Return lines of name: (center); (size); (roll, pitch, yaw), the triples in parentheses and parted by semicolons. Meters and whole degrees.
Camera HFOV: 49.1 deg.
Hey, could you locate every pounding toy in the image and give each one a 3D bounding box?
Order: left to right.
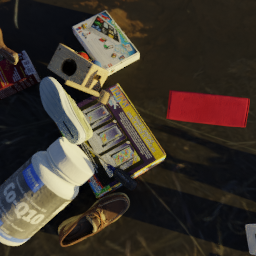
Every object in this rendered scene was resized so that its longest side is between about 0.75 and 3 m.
pounding toy: (-1.300, -1.718, 8.833); (2.233, 1.962, 1.022); (34, 100, 14)

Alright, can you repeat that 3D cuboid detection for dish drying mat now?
dish drying mat: (2.269, -0.555, 8.058); (2.238, 0.204, 0.860); (7, 101, 7)

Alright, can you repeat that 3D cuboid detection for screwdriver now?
screwdriver: (-0.739, 0.954, 7.986); (2.399, 0.335, 0.349); (34, 103, 14)

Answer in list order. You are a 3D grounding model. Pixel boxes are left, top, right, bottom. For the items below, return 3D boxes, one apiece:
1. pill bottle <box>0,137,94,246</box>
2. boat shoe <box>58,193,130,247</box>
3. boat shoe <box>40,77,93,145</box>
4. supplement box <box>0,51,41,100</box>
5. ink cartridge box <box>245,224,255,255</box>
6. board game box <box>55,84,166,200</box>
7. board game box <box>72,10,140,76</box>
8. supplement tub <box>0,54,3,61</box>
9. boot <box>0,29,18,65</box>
pill bottle: (-2.345, 1.635, 7.494); (2.791, 1.588, 1.588); (-43, 74, 5)
boat shoe: (-0.920, 2.597, 7.817); (2.228, 0.802, 0.804); (-25, 99, -7)
boat shoe: (-1.671, -0.459, 7.479); (0.730, 0.629, 2.027); (-35, 80, 28)
supplement box: (-4.225, -1.740, 9.725); (2.003, 0.610, 1.090); (-28, 72, -9)
ink cartridge box: (4.180, 2.880, 7.188); (1.486, 2.036, 0.858); (-2, 71, 0)
board game box: (-0.619, 0.357, 8.812); (2.402, 0.824, 2.906); (-28, 71, -12)
board game box: (-0.835, -3.162, 10.375); (1.493, 0.409, 2.365); (-31, 72, -11)
supplement tub: (-5.012, -2.905, 9.978); (0.971, 0.971, 1.584); (-12, 68, -5)
boot: (-3.081, -2.060, 7.143); (0.753, 0.702, 0.242); (37, 46, 9)
